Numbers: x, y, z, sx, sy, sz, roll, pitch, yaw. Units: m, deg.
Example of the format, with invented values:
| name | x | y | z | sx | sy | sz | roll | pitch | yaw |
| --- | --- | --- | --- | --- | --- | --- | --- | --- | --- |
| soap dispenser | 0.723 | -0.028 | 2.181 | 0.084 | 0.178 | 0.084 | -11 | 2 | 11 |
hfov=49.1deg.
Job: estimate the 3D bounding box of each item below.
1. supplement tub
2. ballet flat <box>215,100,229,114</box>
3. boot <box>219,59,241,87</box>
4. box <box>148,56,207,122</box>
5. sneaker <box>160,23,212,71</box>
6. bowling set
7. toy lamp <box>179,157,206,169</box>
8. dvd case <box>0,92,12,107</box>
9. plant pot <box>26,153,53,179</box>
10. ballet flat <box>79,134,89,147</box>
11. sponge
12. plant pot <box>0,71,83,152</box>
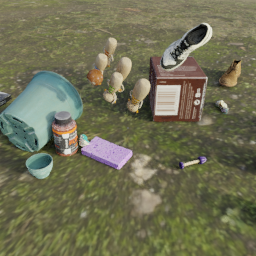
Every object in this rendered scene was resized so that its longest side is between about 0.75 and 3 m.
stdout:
| name | x | y | z | sx | sy | sz | roll | pitch | yaw |
| --- | --- | --- | --- | --- | --- | --- | --- | --- | --- |
| supplement tub | -2.220 | 0.190 | 9.863 | 0.831 | 1.554 | 0.831 | 1 | 36 | -1 |
| ballet flat | 4.312 | -1.048 | 12.808 | 0.381 | 0.381 | 1.059 | -5 | 34 | -7 |
| boot | 5.604 | -3.015 | 15.225 | 0.936 | 0.960 | 2.544 | 19 | 39 | 22 |
| box | 2.040 | -1.770 | 12.334 | 2.060 | 2.081 | 2.508 | -1 | 34 | -1 |
| sneaker | 1.666 | -2.479 | 8.406 | 0.696 | 1.841 | 0.807 | 50 | 16 | 5 |
| bowling set | -0.713 | -1.591 | 9.082 | 1.791 | 1.382 | 2.574 | -18 | 64 | -33 |
| toy lamp | 2.221 | 1.174 | 9.579 | 0.960 | 0.279 | 0.279 | -10 | 35 | -15 |
| dvd case | -7.286 | -1.266 | 13.145 | 2.775 | 0.343 | 2.086 | 12 | 36 | 18 |
| plant pot | -2.844 | 1.295 | 9.139 | 0.823 | 0.551 | 0.823 | -1 | 34 | 0 |
| ballet flat | -1.636 | 0.507 | 10.286 | 0.383 | 0.383 | 1.068 | -6 | 9 | -9 |
| sponge | -0.759 | 0.871 | 10.043 | 1.644 | 0.245 | 0.917 | 19 | 38 | 26 |
| plant pot | -3.332 | -0.512 | 10.478 | 2.398 | 2.398 | 2.349 | 14 | 45 | 20 |
